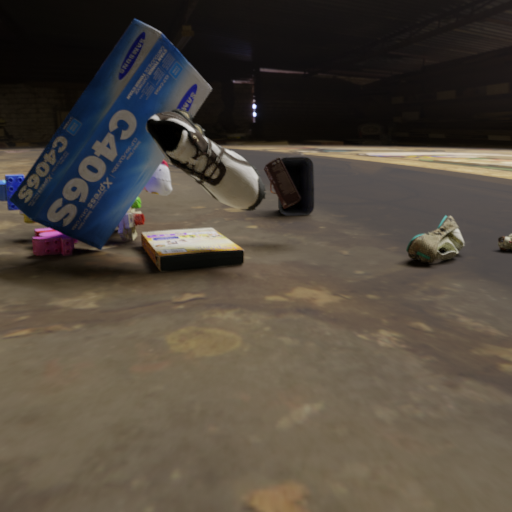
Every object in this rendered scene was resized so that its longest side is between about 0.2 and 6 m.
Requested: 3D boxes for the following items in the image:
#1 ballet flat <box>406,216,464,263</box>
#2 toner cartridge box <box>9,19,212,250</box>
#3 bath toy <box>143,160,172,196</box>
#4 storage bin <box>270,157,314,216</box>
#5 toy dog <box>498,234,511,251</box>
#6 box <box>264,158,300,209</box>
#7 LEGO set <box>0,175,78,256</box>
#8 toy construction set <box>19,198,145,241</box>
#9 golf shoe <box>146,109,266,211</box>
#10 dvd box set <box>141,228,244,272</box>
[{"bbox_3d":[3.860,-0.256,11.646,0.787,0.709,2.091,34,35,25],"label":"ballet flat"},{"bbox_3d":[-2.849,-2.326,11.400,0.923,4.275,2.031,35,1,28],"label":"toner cartridge box"},{"bbox_3d":[-2.864,-1.984,13.204,2.210,0.817,0.961,17,8,35],"label":"bath toy"},{"bbox_3d":[0.992,-2.022,16.627,1.221,1.678,1.127,-2,3,-8],"label":"storage bin"},{"bbox_3d":[5.513,-0.298,12.115,0.566,0.395,0.549,-5,3,-16],"label":"toy dog"},{"bbox_3d":[0.588,-1.651,12.815,0.401,1.069,0.535,-29,-1,-6],"label":"box"},{"bbox_3d":[-5.591,-0.711,10.988,4.307,1.643,1.768,-7,16,-29],"label":"LEGO set"},{"bbox_3d":[-3.993,-1.175,13.449,3.051,1.405,2.000,10,-8,9],"label":"toy construction set"},{"bbox_3d":[-1.049,-1.761,10.733,2.692,1.047,1.272,39,21,10],"label":"golf shoe"},{"bbox_3d":[-1.394,-0.174,11.695,1.689,0.339,2.308,-5,15,-20],"label":"dvd box set"}]
